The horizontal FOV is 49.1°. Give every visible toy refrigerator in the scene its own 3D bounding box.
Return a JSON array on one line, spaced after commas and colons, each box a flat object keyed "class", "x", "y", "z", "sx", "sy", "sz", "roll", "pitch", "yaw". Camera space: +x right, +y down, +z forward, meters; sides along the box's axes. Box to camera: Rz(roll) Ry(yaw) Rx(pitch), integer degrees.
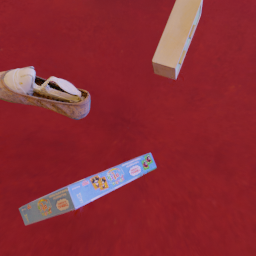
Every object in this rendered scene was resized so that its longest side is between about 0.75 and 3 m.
[{"class": "toy refrigerator", "x": 0.810, "y": -1.448, "z": 4.461, "sx": 0.432, "sy": 0.469, "sz": 1.235, "roll": 20, "pitch": 81, "yaw": 14}]

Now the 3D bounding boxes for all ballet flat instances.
[{"class": "ballet flat", "x": -1.563, "y": -0.723, "z": 4.972, "sx": 1.936, "sy": 0.651, "sz": 0.659, "roll": 15, "pitch": 50, "yaw": -19}]

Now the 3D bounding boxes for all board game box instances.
[{"class": "board game box", "x": -0.468, "y": 0.755, "z": 3.593, "sx": 1.453, "sy": 1.099, "sz": 0.266, "roll": -14, "pitch": 79, "yaw": -50}]
